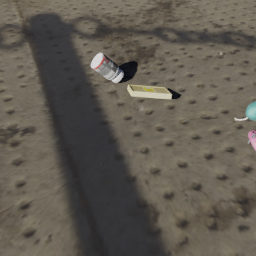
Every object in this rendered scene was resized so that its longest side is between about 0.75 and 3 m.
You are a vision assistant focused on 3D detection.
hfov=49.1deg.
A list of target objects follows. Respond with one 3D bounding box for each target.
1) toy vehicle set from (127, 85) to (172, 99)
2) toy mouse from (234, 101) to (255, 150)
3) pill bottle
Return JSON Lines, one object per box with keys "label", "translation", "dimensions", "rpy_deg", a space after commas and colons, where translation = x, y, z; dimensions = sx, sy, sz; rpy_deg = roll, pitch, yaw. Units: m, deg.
{"label": "toy vehicle set", "translation": [0.692, -1.199, 9.241], "dimensions": [1.319, 0.175, 0.820], "rpy_deg": [3, 23, -10]}
{"label": "toy mouse", "translation": [3.462, -0.017, 7.238], "dimensions": [0.400, 2.068, 1.838], "rpy_deg": [-16, 26, -33]}
{"label": "pill bottle", "translation": [-0.704, -2.074, 9.784], "dimensions": [0.624, 1.077, 0.624], "rpy_deg": [-31, 42, 33]}
